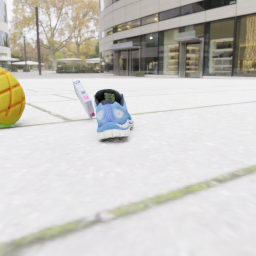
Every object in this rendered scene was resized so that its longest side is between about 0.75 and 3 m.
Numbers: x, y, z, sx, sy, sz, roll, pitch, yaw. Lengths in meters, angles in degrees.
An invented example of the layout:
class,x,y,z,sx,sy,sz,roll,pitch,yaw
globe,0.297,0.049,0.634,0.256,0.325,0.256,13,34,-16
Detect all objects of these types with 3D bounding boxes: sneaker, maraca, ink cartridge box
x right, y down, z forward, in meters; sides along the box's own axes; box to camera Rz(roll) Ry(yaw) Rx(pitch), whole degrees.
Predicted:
class,x,y,z,sx,sy,sz,roll,pitch,yaw
sneaker,-0.331,-0.457,7.001,0.964,1.094,2.454,-5,10,-2
maraca,-3.702,-1.025,7.356,1.289,1.652,2.410,-16,-39,26
ink cartridge box,-1.370,-0.949,8.587,0.257,0.729,1.222,-26,53,-15
